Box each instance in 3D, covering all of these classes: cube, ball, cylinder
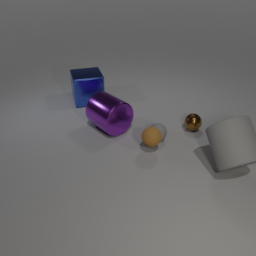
[{"bbox_3d":[-1.929,-1.961,13.336,1.400,1.400,1.400,-9,33,-14],"label":"cube"},{"bbox_3d":[2.600,-0.240,11.200,0.700,0.700,0.700,0,32,0],"label":"ball"},{"bbox_3d":[0.826,0.304,9.838,0.700,0.700,0.700,0,32,0],"label":"ball"},{"bbox_3d":[-0.736,-0.582,11.128,1.400,1.400,1.400,-25,40,-34],"label":"cylinder"},{"bbox_3d":[1.127,0.158,10.623,0.700,0.700,0.700,0,32,0],"label":"ball"},{"bbox_3d":[3.300,0.500,8.719,1.400,1.400,1.400,-10,75,-15],"label":"cylinder"}]
